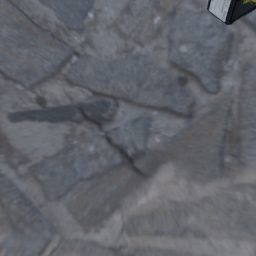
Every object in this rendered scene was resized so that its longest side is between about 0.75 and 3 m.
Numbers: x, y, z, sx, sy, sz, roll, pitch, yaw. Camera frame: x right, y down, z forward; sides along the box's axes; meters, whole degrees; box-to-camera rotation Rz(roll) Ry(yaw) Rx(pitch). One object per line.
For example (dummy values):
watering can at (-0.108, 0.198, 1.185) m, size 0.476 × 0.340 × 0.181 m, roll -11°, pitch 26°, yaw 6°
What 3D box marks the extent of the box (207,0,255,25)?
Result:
box at (2.547, -3.138, 4.431) m, size 2.609 × 2.074 × 0.600 m, roll -33°, pitch 64°, yaw -15°
